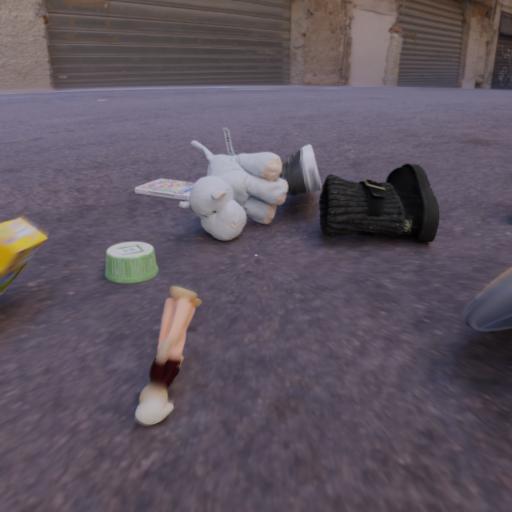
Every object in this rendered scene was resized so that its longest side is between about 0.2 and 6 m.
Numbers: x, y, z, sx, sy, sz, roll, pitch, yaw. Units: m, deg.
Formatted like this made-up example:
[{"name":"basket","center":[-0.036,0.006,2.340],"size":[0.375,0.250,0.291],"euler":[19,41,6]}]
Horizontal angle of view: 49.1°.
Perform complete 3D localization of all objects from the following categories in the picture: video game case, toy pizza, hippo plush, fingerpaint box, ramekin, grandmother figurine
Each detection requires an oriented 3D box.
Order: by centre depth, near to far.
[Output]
[{"name":"grandmother figurine","center":[-0.932,1.068,5.889],"size":[0.418,1.382,0.838],"euler":[9,-20,18]},{"name":"toy pizza","center":[3.837,0.068,6.450],"size":[3.114,3.114,0.493],"euler":[-8,64,-19]},{"name":"fingerpaint box","center":[-3.522,0.156,7.502],"size":[0.529,1.202,1.441],"euler":[38,1,-11]},{"name":"ramekin","center":[-2.086,0.087,9.324],"size":[0.878,0.429,0.878],"euler":[0,21,0]},{"name":"hippo plush","center":[-0.439,-1.295,10.934],"size":[1.717,2.155,1.733],"euler":[-17,21,29]},{"name":"video game case","center":[-2.096,-1.715,14.358],"size":[1.643,0.148,1.176],"euler":[11,23,25]}]

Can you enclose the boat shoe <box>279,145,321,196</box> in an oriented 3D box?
[{"name":"boat shoe","center":[0.987,-1.944,12.825],"size":[0.828,1.004,2.925],"euler":[-14,11,8]}]

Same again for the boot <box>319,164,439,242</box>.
[{"name":"boot","center":[2.373,-1.210,11.471],"size":[2.174,1.094,2.908],"euler":[3,23,4]}]
